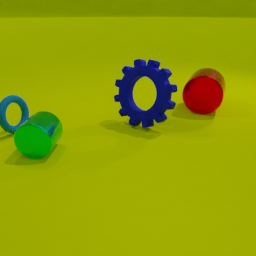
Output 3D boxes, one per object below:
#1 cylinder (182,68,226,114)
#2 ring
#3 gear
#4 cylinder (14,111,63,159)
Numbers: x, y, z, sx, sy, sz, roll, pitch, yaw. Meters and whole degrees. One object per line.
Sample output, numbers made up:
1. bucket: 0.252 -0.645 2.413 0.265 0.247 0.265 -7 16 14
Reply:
1. cylinder: 2.677 -1.310 9.794 1.336 1.336 1.336 9 26 19
2. ring: -3.266 -0.391 8.018 0.221 1.103 1.103 3 23 23
3. gear: 0.475 -1.016 8.296 1.972 1.972 0.365 16 15 32
4. cylinder: -2.206 0.158 6.990 0.925 0.925 0.925 2 24 5
